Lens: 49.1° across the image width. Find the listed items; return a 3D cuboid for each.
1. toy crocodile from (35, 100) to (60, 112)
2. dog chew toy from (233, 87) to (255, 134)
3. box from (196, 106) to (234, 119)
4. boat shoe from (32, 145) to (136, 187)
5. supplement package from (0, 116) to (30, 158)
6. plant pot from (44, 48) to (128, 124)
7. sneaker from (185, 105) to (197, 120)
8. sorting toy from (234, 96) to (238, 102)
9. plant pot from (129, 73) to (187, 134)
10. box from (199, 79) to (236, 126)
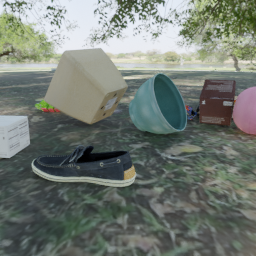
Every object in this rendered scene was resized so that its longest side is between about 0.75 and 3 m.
[{"bbox_3d":[-4.069,-1.101,14.870,1.871,0.578,0.632,3,-25,14],"label":"toy crocodile"},{"bbox_3d":[5.574,-0.478,10.443,2.995,1.865,1.865,17,22,30],"label":"dog chew toy"},{"bbox_3d":[4.450,-0.831,13.947,1.893,0.465,1.526,6,14,21],"label":"box"},{"bbox_3d":[-1.147,0.859,7.068,2.748,0.855,1.025,3,17,16],"label":"boat shoe"},{"bbox_3d":[-4.358,0.232,8.978,1.838,1.019,1.431,1,15,6],"label":"supplement package"},{"bbox_3d":[-1.593,-1.662,12.079,2.268,2.562,2.559,42,33,13],"label":"plant pot"},{"bbox_3d":[2.687,-0.869,12.832,1.275,0.480,0.500,32,-33,-30],"label":"sneaker"},{"bbox_3d":[5.987,-1.577,15.507,1.669,0.332,2.258,1,12,-27],"label":"sorting toy"},{"bbox_3d":[1.031,-0.754,10.952,1.565,2.336,2.336,-22,1,33],"label":"plant pot"},{"bbox_3d":[4.004,-1.182,12.523,1.387,1.373,1.672,7,40,21],"label":"box"}]
